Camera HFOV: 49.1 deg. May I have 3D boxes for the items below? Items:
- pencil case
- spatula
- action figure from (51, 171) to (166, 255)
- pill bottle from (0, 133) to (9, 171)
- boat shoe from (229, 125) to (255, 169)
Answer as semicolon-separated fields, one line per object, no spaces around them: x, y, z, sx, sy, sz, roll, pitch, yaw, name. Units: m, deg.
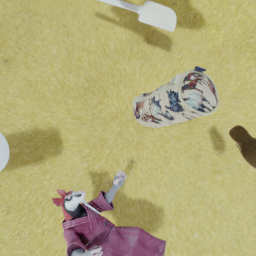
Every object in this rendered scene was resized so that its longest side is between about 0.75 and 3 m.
0.898;-0.580;6.167;1.038;2.321;0.903;41;70;-13;pencil case
0.245;-3.892;7.286;2.858;0.230;1.987;24;103;14;spatula
-0.550;2.328;6.114;2.820;2.100;1.889;42;45;2;action figure
-3.452;0.624;5.663;1.961;1.141;1.141;-14;84;25;pill bottle
2.511;0.432;5.700;0.447;1.253;0.404;-33;124;16;boat shoe
